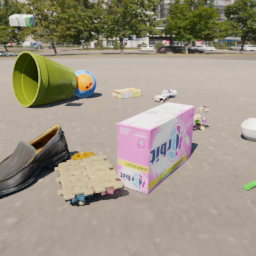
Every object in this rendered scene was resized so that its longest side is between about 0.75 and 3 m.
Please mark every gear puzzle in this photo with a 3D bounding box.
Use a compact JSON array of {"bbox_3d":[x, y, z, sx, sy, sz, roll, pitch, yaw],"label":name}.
[{"bbox_3d":[-1.169,1.215,7.556,1.520,0.384,2.934,-10,17,-15],"label":"gear puzzle"}]

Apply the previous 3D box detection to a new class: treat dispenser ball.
[{"bbox_3d":[-2.809,-2.730,17.380,1.689,1.689,1.689,0,18,0],"label":"treat dispenser ball"}]

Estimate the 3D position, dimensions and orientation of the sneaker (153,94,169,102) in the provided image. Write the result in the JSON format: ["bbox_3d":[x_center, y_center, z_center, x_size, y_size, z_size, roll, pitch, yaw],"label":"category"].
[{"bbox_3d":[2.048,-1.721,16.516,1.144,0.403,0.535,-10,39,-34],"label":"sneaker"}]

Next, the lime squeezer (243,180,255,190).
[{"bbox_3d":[3.942,1.168,7.740,0.892,0.476,2.525,-25,2,37],"label":"lime squeezer"}]

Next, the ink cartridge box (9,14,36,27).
[{"bbox_3d":[-4.390,-4.471,11.643,0.866,0.360,0.635,2,33,2],"label":"ink cartridge box"}]

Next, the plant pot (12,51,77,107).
[{"bbox_3d":[-4.571,-2.681,15.973,2.933,2.933,2.824,16,14,40],"label":"plant pot"}]

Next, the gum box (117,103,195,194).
[{"bbox_3d":[0.912,0.371,7.902,0.972,1.669,2.940,12,22,32],"label":"gum box"}]

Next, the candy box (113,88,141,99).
[{"bbox_3d":[-0.057,-2.209,17.752,1.579,0.437,0.911,-11,21,-31],"label":"candy box"}]

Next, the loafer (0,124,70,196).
[{"bbox_3d":[-2.787,0.802,7.473,1.064,1.056,2.923,10,26,26],"label":"loafer"}]

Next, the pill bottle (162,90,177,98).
[{"bbox_3d":[2.576,-2.124,17.399,0.857,0.513,0.513,-8,20,-28],"label":"pill bottle"}]

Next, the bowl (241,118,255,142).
[{"bbox_3d":[5.054,0.150,10.384,1.515,0.566,1.518,13,21,34],"label":"bowl"}]

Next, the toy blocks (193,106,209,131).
[{"bbox_3d":[2.597,-0.462,11.410,1.005,1.075,0.905,-6,25,-17],"label":"toy blocks"}]
